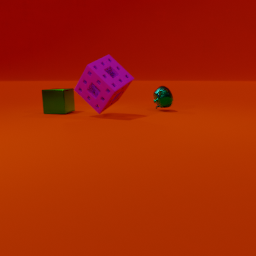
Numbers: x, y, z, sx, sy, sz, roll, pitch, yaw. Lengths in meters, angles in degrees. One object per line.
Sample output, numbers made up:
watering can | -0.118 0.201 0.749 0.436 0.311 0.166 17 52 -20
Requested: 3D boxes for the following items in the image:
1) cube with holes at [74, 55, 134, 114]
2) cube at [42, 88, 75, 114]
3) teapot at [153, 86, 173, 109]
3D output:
cube with holes | -0.853 -1.570 10.031 1.276 1.276 1.276 -42 -5 -47
cube | -2.817 -1.109 11.416 0.967 0.967 0.967 1 10 14
teapot | 1.446 -1.258 12.019 0.768 0.976 1.569 -25 -21 -8
